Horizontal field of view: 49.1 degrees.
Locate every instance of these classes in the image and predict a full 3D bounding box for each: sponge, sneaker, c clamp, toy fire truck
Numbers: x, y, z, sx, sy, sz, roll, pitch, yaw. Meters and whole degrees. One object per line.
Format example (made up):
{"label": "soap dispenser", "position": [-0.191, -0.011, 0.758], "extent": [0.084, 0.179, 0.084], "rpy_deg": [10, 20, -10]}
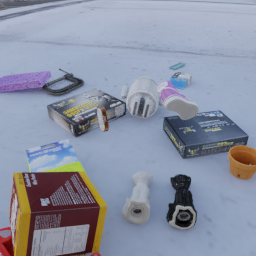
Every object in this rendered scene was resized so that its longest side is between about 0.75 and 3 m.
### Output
{"label": "sponge", "position": [-5.263, -2.318, 13.846], "extent": [2.604, 0.388, 1.453], "rpy_deg": [-6, 31, 8]}
{"label": "sneaker", "position": [1.533, -0.928, 8.657], "extent": [1.811, 0.656, 1.033], "rpy_deg": [26, 32, -51]}
{"label": "c clamp", "position": [-3.425, -2.283, 14.246], "extent": [2.129, 0.338, 2.492], "rpy_deg": [20, 36, 20]}
{"label": "toy fire truck", "position": [-1.806, 2.801, 5.830], "extent": [1.826, 0.631, 2.589], "rpy_deg": [-19, 32, -39]}

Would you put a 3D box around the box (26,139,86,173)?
{"label": "box", "position": [-2.084, 1.324, 8.269], "extent": [1.467, 0.573, 2.405], "rpy_deg": [-14, 35, -21]}

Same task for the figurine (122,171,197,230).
{"label": "figurine", "position": [0.867, 1.762, 7.571], "extent": [1.837, 0.791, 1.792], "rpy_deg": [4, 25, 8]}

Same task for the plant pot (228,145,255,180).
{"label": "plant pot", "position": [3.527, 1.095, 8.527], "extent": [0.989, 0.692, 0.989], "rpy_deg": [0, 32, 0]}

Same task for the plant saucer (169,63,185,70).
{"label": "plant saucer", "position": [2.911, -3.642, 16.509], "extent": [0.392, 0.106, 1.120], "rpy_deg": [27, 42, 35]}

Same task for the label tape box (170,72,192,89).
{"label": "label tape box", "position": [2.672, -2.449, 14.362], "extent": [0.865, 0.399, 1.208], "rpy_deg": [17, 35, 24]}

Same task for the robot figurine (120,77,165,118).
{"label": "robot figurine", "position": [0.658, -1.314, 11.723], "extent": [1.960, 1.305, 2.311], "rpy_deg": [15, 34, -2]}

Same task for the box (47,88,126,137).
{"label": "box", "position": [-1.662, -0.733, 11.453], "extent": [2.547, 0.616, 2.017], "rpy_deg": [-26, 41, -35]}

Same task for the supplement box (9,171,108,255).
{"label": "supplement box", "position": [-1.632, 1.843, 6.234], "extent": [1.723, 1.144, 1.699], "rpy_deg": [3, 16, -28]}

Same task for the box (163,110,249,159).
{"label": "box", "position": [2.705, 0.159, 10.055], "extent": [2.411, 0.615, 1.901], "rpy_deg": [-8, 34, -12]}

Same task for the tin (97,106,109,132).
{"label": "tin", "position": [-0.761, -0.270, 8.393], "extent": [0.164, 0.784, 0.439], "rpy_deg": [-13, 6, -22]}
